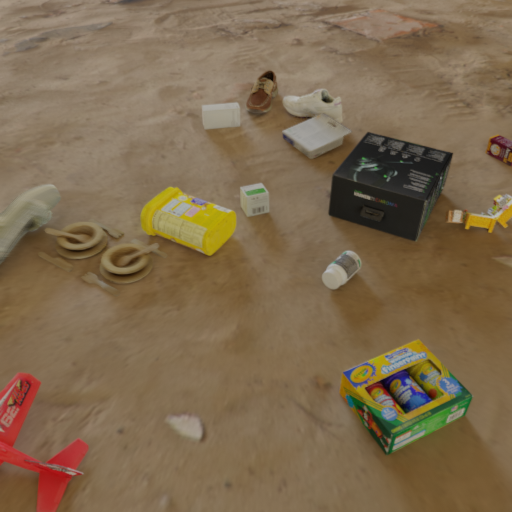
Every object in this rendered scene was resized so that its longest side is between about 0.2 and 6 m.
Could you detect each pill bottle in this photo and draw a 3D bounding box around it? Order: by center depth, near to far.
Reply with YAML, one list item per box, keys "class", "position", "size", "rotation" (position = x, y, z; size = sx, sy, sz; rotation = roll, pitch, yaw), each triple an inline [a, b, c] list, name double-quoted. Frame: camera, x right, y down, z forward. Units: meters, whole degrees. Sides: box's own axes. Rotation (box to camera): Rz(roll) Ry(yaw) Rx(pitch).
- class: "pill bottle"
  position: [1.589, 0.270, 10.448]
  size: [0.438, 0.438, 0.774]
  rotation: [27, 45, 29]

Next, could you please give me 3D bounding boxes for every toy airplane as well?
- class: "toy airplane"
  position: [-3.289, 2.667, 7.543]
  size: [2.301, 0.423, 2.301]
  rotation: [-1, 45, 1]

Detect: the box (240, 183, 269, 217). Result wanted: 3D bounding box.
- class: "box"
  position: [-0.034, -1.219, 12.185]
  size: [0.525, 0.528, 0.452]
  rotation: [-14, 40, -15]

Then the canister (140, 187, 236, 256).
- class: "canister"
  position: [-1.360, -0.712, 11.452]
  size: [1.608, 0.696, 1.194]
  rotation: [21, 44, 22]

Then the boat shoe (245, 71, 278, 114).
- class: "boat shoe"
  position: [0.157, -4.814, 16.376]
  size: [0.780, 0.739, 2.059]
  rotation: [7, 40, 8]

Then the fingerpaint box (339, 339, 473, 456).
- class: "fingerpaint box"
  position: [2.172, 2.024, 8.246]
  size: [1.461, 0.536, 1.218]
  rotation: [-17, 43, -20]

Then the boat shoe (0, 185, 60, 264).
- class: "boat shoe"
  position: [-4.757, -0.568, 11.232]
  size: [0.791, 0.909, 2.465]
  rotation: [41, 43, -5]

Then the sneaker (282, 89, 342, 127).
- class: "sneaker"
  position: [1.595, -4.279, 15.571]
  size: [1.920, 0.957, 0.719]
  rotation: [25, 47, 29]

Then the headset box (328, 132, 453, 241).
- class: "headset box"
  position: [2.885, -1.525, 12.117]
  size: [2.022, 1.077, 2.322]
  rotation: [19, 43, 20]

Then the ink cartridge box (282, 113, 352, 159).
- class: "ink cartridge box"
  position: [1.589, -3.131, 14.578]
  size: [1.337, 0.290, 1.313]
  rotation: [-26, 45, -17]

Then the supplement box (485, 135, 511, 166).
- class: "supplement box"
  position: [6.190, -2.633, 13.963]
  size: [0.347, 0.447, 0.810]
  rotation: [-22, 44, -24]

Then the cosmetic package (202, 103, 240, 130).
- class: "cosmetic package"
  position: [-0.962, -3.829, 15.330]
  size: [1.011, 0.571, 0.410]
  rotation: [-5, 39, -9]

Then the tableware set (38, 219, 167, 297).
- class: "tableware set"
  position: [-3.012, -0.176, 10.969]
  size: [2.265, 0.454, 1.497]
  rotation: [23, 45, 25]

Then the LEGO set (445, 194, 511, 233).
- class: "LEGO set"
  position: [4.853, -1.004, 11.841]
  size: [1.864, 0.857, 0.694]
  rotation: [-25, 24, 6]
